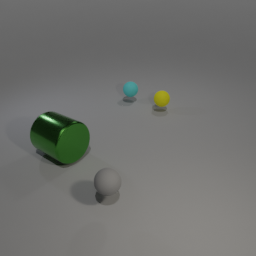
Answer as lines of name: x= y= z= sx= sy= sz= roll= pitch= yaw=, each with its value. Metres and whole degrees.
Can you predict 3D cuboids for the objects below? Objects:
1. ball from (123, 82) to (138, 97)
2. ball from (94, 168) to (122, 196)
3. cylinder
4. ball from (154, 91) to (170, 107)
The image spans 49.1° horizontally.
ball: x=0.118 y=-1.783 z=12.889 sx=0.700 sy=0.700 sz=0.700 roll=0 pitch=30 yaw=0
ball: x=-0.513 y=1.350 z=7.057 sx=0.700 sy=0.700 sz=0.700 roll=0 pitch=30 yaw=0
cylinder: x=-2.214 y=0.289 z=9.154 sx=1.400 sy=1.400 sz=1.400 roll=20 pitch=35 yaw=35
ball: x=1.465 y=-1.268 z=12.131 sx=0.700 sy=0.700 sz=0.700 roll=0 pitch=30 yaw=0
